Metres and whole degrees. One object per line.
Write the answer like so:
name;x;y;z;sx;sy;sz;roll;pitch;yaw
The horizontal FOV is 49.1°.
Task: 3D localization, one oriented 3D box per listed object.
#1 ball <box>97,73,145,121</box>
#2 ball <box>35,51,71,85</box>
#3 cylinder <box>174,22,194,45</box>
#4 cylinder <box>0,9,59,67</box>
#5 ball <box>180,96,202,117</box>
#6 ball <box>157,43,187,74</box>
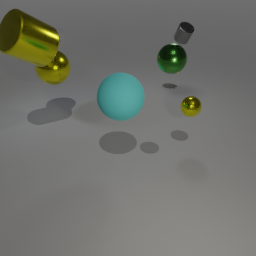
ball;-0.216;-0.913;8.218;1.400;1.400;1.400;0;30;0
ball;-3.025;-2.450;11.300;1.400;1.400;1.400;0;30;0
cylinder;2.483;-4.212;12.446;0.700;0.700;0.700;7;59;-12
cylinder;-3.184;-2.839;8.980;1.400;1.400;1.400;26;8;37
ball;2.084;-0.708;9.274;0.700;0.700;0.700;0;30;0
ball;1.030;-1.620;6.566;0.700;0.700;0.700;0;30;0
